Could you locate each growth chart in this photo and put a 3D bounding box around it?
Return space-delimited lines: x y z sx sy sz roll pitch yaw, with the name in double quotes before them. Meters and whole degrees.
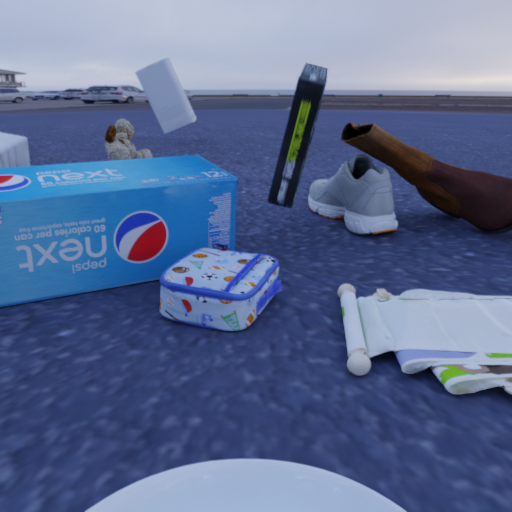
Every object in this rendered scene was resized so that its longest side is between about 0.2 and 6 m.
"growth chart" 2.569 0.888 6.073 3.447 0.306 2.494 3 19 10

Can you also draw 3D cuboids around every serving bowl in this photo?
"serving bowl" -0.061 1.852 2.457 2.123 0.698 2.123 1 18 0

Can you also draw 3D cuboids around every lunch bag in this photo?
"lunch bag" -0.399 0.358 7.220 1.333 0.629 1.664 7 20 16

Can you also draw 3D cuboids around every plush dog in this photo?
"plush dog" -4.125 -3.168 17.072 1.424 1.775 1.524 -34 8 3

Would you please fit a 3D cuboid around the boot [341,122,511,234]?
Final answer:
"boot" 3.321 -1.684 10.376 3.054 1.046 2.875 30 9 -20

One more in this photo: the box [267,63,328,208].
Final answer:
"box" 0.738 -2.126 9.606 0.509 2.069 2.142 13 26 2

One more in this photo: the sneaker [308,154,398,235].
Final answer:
"sneaker" 1.963 -1.420 11.407 1.147 1.393 3.029 -6 18 -18

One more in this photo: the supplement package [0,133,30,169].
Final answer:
"supplement package" -4.023 -1.512 8.721 0.527 0.528 0.901 12 30 9

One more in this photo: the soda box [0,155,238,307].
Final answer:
"soda box" -2.640 -0.423 7.956 4.604 1.477 1.562 -9 27 -27

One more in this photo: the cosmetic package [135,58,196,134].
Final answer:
"cosmetic package" -1.753 -3.133 10.979 0.661 1.301 0.481 -19 20 11
